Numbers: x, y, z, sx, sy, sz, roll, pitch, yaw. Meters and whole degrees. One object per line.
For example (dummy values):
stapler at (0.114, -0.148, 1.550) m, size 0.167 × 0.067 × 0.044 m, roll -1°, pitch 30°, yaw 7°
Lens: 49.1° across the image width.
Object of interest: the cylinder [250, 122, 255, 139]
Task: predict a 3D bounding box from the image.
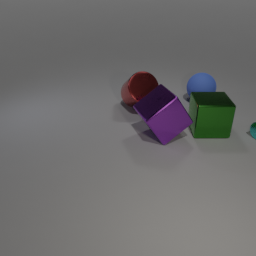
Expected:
cylinder at (5.191, 0.053, 10.718) m, size 0.700 × 0.700 × 0.700 m, roll -13°, pitch 32°, yaw -22°

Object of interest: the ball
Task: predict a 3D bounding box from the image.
ball at (3.557, -1.972, 13.583) m, size 1.400 × 1.400 × 1.400 m, roll 0°, pitch 29°, yaw 0°

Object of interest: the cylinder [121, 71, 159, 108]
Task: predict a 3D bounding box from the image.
cylinder at (0.506, -1.694, 12.620) m, size 1.400 × 1.400 × 1.400 m, roll -9°, pitch -2°, yaw -16°

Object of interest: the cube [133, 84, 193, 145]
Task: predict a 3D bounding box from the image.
cube at (1.293, -0.521, 10.497) m, size 1.400 × 1.400 × 1.400 m, roll -38°, pitch 34°, yaw 3°

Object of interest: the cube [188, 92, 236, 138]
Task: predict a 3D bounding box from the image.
cube at (3.229, -0.534, 11.049) m, size 1.400 × 1.400 × 1.400 m, roll 0°, pitch 29°, yaw 0°
